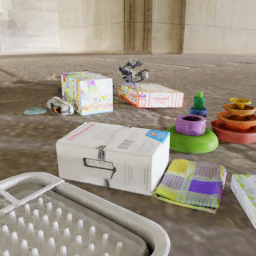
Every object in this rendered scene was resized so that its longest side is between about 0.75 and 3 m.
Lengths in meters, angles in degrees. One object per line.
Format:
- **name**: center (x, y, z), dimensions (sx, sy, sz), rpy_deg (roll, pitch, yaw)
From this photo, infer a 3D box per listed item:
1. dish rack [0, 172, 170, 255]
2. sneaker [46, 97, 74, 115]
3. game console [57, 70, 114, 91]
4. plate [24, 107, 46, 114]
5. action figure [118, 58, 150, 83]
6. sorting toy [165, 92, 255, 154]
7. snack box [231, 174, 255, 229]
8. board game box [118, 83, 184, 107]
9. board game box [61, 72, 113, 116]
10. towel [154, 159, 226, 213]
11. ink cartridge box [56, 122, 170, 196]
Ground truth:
- **dish rack**: center (-1.288, 1.510, 3.154), dimensions (2.956, 0.643, 2.537), rpy_deg (11, 21, 38)
- **sneaker**: center (-2.605, -0.796, 10.288), dimensions (1.444, 0.534, 0.572), rpy_deg (17, 30, 40)
- **game console**: center (-2.106, -1.943, 13.534), dimensions (2.191, 1.450, 2.491), rpy_deg (26, 2, -17)
- **plate**: center (-3.494, -0.662, 10.518), dimensions (0.803, 0.103, 0.803), rpy_deg (0, 18, 0)
- **action figure**: center (0.354, -3.085, 15.185), dimensions (1.208, 1.407, 2.368), rpy_deg (-30, 9, 33)
- **sorting toy**: center (2.260, -0.268, 7.649), dimensions (2.921, 1.199, 1.755), rpy_deg (-7, 20, -20)
- **snack box**: center (2.345, 1.204, 4.711), dimensions (0.855, 0.319, 1.202), rpy_deg (0, 19, 1)
- **board game box**: center (0.852, -1.429, 11.742), dimensions (1.930, 0.590, 2.547), rpy_deg (-2, 17, -18)
- **board game box**: center (-1.671, -1.454, 11.053), dimensions (1.272, 1.250, 2.426), rpy_deg (-10, 21, -27)
- **towel**: center (1.250, 1.027, 5.443), dimensions (1.165, 0.185, 1.622), rpy_deg (9, 20, 22)
- **ink cartridge box**: center (-0.254, 0.540, 5.844), dimensions (1.979, 0.834, 1.445), rpy_deg (7, 20, 19)
